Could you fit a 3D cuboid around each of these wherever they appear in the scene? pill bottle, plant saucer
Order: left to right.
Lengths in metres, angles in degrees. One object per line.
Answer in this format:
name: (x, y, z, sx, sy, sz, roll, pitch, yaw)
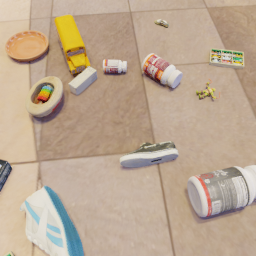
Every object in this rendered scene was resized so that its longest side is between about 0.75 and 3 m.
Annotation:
plant saucer: (-4.874, -3.949, 13.605, 2.052, 0.384, 2.052, 0, 56, -1)
pill bottle: (-0.594, -2.803, 12.739, 1.053, 0.577, 0.577, 2, 57, 1)
pill bottle: (1.505, -2.512, 12.351, 1.681, 0.921, 0.921, 37, 64, 21)
pill bottle: (3.237, 1.999, 9.172, 2.287, 1.325, 1.325, -12, 58, -8)

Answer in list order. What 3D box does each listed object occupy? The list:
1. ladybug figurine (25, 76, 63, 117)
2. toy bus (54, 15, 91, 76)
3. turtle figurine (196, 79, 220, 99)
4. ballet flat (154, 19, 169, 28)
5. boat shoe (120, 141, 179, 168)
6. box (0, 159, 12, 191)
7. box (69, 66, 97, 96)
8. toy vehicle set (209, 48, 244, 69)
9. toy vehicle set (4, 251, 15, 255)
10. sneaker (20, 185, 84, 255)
ladybug figurine: (-3.389, -1.264, 11.602, 1.414, 0.749, 2.083, 12, 59, 14)
toy bus: (-2.594, -3.883, 13.081, 0.974, 1.172, 2.993, -17, 59, -11)
turtle figurine: (3.412, -1.592, 12.093, 0.873, 0.348, 1.082, -17, 66, -2)
ballet flat: (1.771, -5.549, 14.704, 0.861, 0.304, 0.304, 30, 62, 18)
boat shoe: (0.729, 0.928, 10.251, 2.196, 0.776, 0.699, -7, 57, -13)
box: (-5.520, 2.136, 9.505, 2.070, 0.599, 2.604, 13, 58, 8)
box: (-1.954, -2.073, 12.291, 0.457, 0.549, 1.337, 34, 62, 20)
toy vehicle set: (4.666, -3.297, 13.282, 1.579, 0.209, 0.981, 9, 57, 6)
toy vehicle set: (-3.910, 4.588, 8.143, 1.684, 0.223, 1.047, -35, 63, -20)
sneaker: (-2.321, 3.282, 8.592, 1.185, 1.122, 2.934, -34, 61, -2)
